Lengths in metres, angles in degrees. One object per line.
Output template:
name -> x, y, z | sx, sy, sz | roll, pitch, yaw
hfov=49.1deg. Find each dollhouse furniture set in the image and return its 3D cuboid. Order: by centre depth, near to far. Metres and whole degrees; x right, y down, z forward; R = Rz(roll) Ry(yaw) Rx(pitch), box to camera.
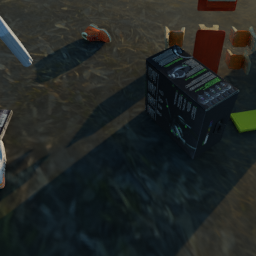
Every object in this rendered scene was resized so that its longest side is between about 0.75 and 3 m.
dollhouse furniture set -> 2.518, -2.787, 8.611 | 2.784, 2.754, 1.434 | 3, 41, 6

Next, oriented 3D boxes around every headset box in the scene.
headset box -> 1.533, -0.617, 7.268 | 1.074, 2.016, 2.316 | -29, 55, -19

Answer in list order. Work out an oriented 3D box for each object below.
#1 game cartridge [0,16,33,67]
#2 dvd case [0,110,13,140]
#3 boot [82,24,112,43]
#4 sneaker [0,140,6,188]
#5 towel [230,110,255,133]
game cartridge -> -1.853, -1.409, 4.395 | 0.208, 0.668, 1.003 | -40, 44, -2
dvd case -> -4.721, 0.164, 7.824 | 2.466, 0.197, 1.833 | 3, 52, 1
boot -> -1.202, -3.492, 10.719 | 1.288, 0.483, 0.691 | 34, 65, 30
sneaker -> -3.484, 0.895, 6.956 | 0.771, 0.534, 1.376 | -4, 50, -15
towel -> 3.950, -0.265, 8.236 | 1.756, 0.159, 0.756 | -8, 46, -6
